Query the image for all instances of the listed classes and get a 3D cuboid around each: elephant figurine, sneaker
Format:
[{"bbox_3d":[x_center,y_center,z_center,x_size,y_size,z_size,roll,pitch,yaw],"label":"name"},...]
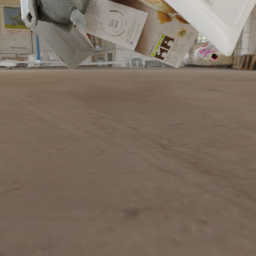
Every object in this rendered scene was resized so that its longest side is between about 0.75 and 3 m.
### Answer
[{"bbox_3d":[-1.662,-2.664,6.020,1.378,1.511,1.948,34,-31,-29],"label":"elephant figurine"},{"bbox_3d":[2.572,-2.355,8.914,0.533,0.578,1.310,-7,-5,-18],"label":"sneaker"}]

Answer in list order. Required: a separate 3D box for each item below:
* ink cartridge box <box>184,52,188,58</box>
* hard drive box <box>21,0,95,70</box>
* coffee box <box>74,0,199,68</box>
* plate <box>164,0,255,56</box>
[{"bbox_3d":[1.930,-2.959,10.873,0.287,0.488,0.847,-22,29,-28],"label":"ink cartridge box"},{"bbox_3d":[-2.468,-3.644,9.662,1.095,2.223,2.852,-36,40,9],"label":"hard drive box"},{"bbox_3d":[0.209,-2.929,7.417,2.922,1.165,1.671,16,39,-17],"label":"coffee box"},{"bbox_3d":[1.443,-2.381,4.663,1.784,1.788,0.289,37,-23,-14],"label":"plate"}]
